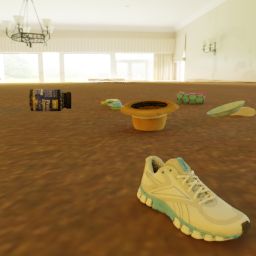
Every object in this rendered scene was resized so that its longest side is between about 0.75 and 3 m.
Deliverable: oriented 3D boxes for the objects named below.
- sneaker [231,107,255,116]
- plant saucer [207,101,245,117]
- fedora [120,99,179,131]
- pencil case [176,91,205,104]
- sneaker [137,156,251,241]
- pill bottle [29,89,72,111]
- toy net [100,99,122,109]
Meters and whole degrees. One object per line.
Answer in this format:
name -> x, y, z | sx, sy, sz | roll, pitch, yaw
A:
sneaker -> 3.844, -0.585, 9.458 | 0.847, 0.312, 0.489 | 4, 15, 24
plant saucer -> 2.069, -0.368, 5.885 | 0.793, 0.153, 0.793 | -21, 6, 2
fedora -> 0.551, -0.304, 7.169 | 1.587, 0.647, 1.587 | -2, 17, 0
pencil case -> 2.857, -1.390, 12.766 | 1.256, 0.580, 0.535 | 4, 41, 13
sneaker -> 0.557, 0.610, 2.765 | 0.498, 0.576, 1.328 | -7, 14, -38
pill bottle -> -2.027, -0.730, 7.382 | 1.047, 0.585, 0.585 | -1, 11, -13
toy net -> -0.725, -0.984, 11.566 | 0.875, 0.322, 1.669 | -4, 10, -7
